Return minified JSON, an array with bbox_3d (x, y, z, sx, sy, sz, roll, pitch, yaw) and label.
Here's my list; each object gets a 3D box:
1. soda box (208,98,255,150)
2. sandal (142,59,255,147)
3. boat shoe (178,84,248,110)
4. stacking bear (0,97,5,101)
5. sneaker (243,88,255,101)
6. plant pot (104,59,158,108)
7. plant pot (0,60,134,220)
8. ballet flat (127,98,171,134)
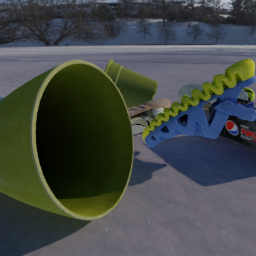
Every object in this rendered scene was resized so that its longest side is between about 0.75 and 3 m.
[{"bbox_3d":[3.235,-0.053,6.993,0.814,0.909,2.570,-28,27,-17],"label":"soda box"},{"bbox_3d":[1.646,-0.251,6.251,2.926,1.274,1.163,-31,4,22],"label":"sandal"},{"bbox_3d":[3.171,-1.108,10.431,2.591,0.926,0.775,11,-18,37],"label":"boat shoe"},{"bbox_3d":[-3.739,-0.240,7.647,2.143,1.301,1.219,-6,9,6],"label":"stacking bear"},{"bbox_3d":[3.812,-1.122,11.070,2.177,0.806,0.910,5,-13,25],"label":"sneaker"},{"bbox_3d":[0.077,-1.302,10.060,1.846,1.944,1.944,14,20,5],"label":"plant pot"},{"bbox_3d":[-1.544,0.274,4.744,2.474,2.314,2.314,-7,13,30],"label":"plant pot"},{"bbox_3d":[0.471,-0.247,8.345,2.569,0.874,0.864,-17,45,-29],"label":"ballet flat"}]
